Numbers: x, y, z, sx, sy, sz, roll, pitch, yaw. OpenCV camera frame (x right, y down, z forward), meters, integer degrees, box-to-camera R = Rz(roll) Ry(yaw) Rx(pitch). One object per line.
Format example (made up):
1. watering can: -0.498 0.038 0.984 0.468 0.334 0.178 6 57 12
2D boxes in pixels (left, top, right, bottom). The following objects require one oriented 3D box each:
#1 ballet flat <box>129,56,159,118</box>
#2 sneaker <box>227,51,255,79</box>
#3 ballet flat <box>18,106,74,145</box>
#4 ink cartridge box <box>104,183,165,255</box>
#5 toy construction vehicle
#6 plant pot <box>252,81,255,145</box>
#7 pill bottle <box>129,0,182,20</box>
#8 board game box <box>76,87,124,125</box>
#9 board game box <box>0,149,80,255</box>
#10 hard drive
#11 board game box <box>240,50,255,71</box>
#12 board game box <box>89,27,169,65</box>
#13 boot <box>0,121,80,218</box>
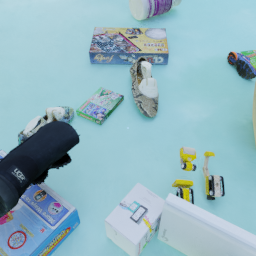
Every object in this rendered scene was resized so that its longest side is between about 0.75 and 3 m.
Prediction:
1. ballet flat: 0.531 -1.451 8.833 0.830 0.921 2.446 8 45 -18
2. sneaker: 4.159 -2.284 9.977 0.590 0.567 1.504 -7 49 -13
3. ballet flat: -2.254 -0.165 7.850 0.742 0.742 2.000 23 50 20
4. ink cartridge box: 0.178 1.913 5.796 0.805 0.809 1.102 30 54 26
5. toy construction vehicle: 1.551 1.169 6.442 1.209 0.489 1.388 6 70 -19
6. plant pot: 4.274 -0.327 7.213 2.082 1.846 2.085 9 46 9
7. pill bottle: 1.302 -5.845 12.827 2.308 1.296 1.296 -24 51 -22
8. board game box: -0.847 -0.721 8.715 0.904 0.196 1.343 23 51 21
9. board game box: -2.786 2.019 5.757 2.569 0.718 2.516 30 54 25
10. hard drive: 1.686 2.177 5.030 2.355 1.553 0.314 24 51 21
11. board game box: 4.773 -2.381 10.282 0.735 0.231 1.538 -8 50 -9
12. board game box: 0.053 -3.218 10.862 2.899 0.502 1.964 2 46 1
13. boot: -2.157 0.925 5.289 0.940 2.461 2.068 53 35 -8
